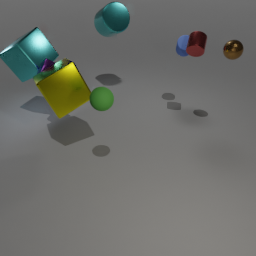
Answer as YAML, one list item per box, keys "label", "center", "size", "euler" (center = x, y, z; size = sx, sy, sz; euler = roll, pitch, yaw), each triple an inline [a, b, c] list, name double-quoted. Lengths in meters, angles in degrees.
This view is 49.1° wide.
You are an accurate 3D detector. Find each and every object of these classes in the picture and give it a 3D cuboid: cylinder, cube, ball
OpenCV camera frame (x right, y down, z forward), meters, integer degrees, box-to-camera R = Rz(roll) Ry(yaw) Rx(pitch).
- label: "cylinder"
  center: [-0.806, -5.294, 13.760]
  size: [1.400, 1.400, 1.400]
  euler: [-13, 13, -22]
- label: "cube"
  center: [-2.259, -1.414, 9.711]
  size: [1.400, 1.400, 1.400]
  euler: [-33, 28, -9]
- label: "ball"
  center: [3.787, -2.813, 10.082]
  size: [0.700, 0.700, 0.700]
  euler: [0, 30, 0]
- label: "ball"
  center: [-0.751, -0.830, 8.006]
  size: [0.700, 0.700, 0.700]
  euler: [0, 30, 0]
- label: "cube"
  center: [-2.958, -2.068, 10.512]
  size: [0.700, 0.700, 0.700]
  euler: [24, -16, -29]
- label: "cylinder"
  center: [2.637, -3.222, 10.758]
  size: [0.700, 0.700, 0.700]
  euler: [10, 70, 17]
- label: "cylinder"
  center: [2.460, -3.560, 12.166]
  size: [0.700, 0.700, 0.700]
  euler: [2, -8, 4]
- label: "cube"
  center: [-3.998, -2.954, 11.387]
  size: [1.400, 1.400, 1.400]
  euler: [-11, 38, 38]
